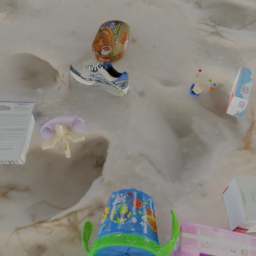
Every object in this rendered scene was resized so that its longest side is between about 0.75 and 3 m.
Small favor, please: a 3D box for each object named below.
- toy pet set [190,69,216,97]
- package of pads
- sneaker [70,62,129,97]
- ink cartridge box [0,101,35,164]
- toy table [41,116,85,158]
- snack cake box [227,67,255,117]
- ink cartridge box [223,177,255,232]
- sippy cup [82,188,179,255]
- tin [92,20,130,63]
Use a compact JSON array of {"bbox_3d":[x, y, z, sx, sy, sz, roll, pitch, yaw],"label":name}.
[{"bbox_3d":[3.134,-1.823,12.197,1.056,0.561,0.986,41,59,-12],"label":"toy pet set"},{"bbox_3d":[2.456,3.404,7.997,2.203,1.327,0.833,9,56,7],"label":"package of pads"},{"bbox_3d":[-1.140,-2.352,11.731,2.689,1.146,1.036,20,42,5],"label":"sneaker"},{"bbox_3d":[-5.030,0.135,10.747,2.581,0.569,2.629,1,53,1],"label":"ink cartridge box"},{"bbox_3d":[-2.360,0.254,10.215,1.621,1.491,0.950,-22,41,1],"label":"toy table"},{"bbox_3d":[4.665,-1.510,11.570,0.620,1.062,1.846,18,57,12],"label":"snack cake box"},{"bbox_3d":[4.172,2.380,8.678,1.883,1.368,1.362,-1,55,-1],"label":"ink cartridge box"},{"bbox_3d":[0.024,2.879,8.137,2.565,2.014,1.880,12,44,-6],"label":"sippy cup"},{"bbox_3d":[-0.800,-4.298,13.848,1.565,0.585,2.795,8,56,11],"label":"tin"}]
